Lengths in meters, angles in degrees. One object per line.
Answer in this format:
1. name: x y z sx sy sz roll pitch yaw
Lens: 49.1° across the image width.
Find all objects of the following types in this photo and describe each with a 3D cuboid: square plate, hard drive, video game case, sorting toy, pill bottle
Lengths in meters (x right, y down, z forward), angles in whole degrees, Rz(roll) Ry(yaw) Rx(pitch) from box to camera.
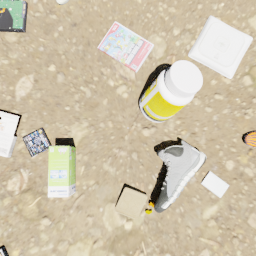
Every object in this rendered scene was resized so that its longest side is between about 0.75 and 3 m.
1. square plate: 3.947 -3.465 11.840 2.111 0.300 2.092 29 85 3
2. hard drive: -5.325 -4.789 11.933 1.944 0.368 1.358 1 84 1
3. video game case: -0.089 -3.446 11.896 1.975 0.172 1.412 32 85 3
4. sorting toy: 0.330 3.069 11.156 1.459 0.195 1.087 23 98 -7
5. pill bottle: 1.525 -1.284 10.307 1.470 2.573 1.470 6 69 -17
6. hard drive: 3.523 2.285 11.341 0.956 0.126 0.630 37 85 4

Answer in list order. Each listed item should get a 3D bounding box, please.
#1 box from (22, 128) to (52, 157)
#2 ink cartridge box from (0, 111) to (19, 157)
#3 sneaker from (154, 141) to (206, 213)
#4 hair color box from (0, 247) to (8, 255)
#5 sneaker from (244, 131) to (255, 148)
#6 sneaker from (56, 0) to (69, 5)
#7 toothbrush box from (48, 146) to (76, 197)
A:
1. box: -3.716 0.590 11.461 0.919 0.230 0.925 -28 85 -3
2. ink cartridge box: -5.503 0.124 11.397 1.948 0.436 1.716 16 85 1
3. sneaker: 1.545 1.710 10.870 1.674 1.087 2.898 39 80 7
4. hair color box: -4.902 5.277 10.941 0.514 0.315 1.038 -27 84 -2
5. sneaker: 5.649 0.417 11.068 1.847 1.035 0.716 0 84 0
6. sneaker: -2.546 -5.898 11.896 1.413 0.661 0.497 -43 86 -5
7. toothbrush box: -2.507 1.640 10.785 0.803 1.359 1.866 -2 84 0
